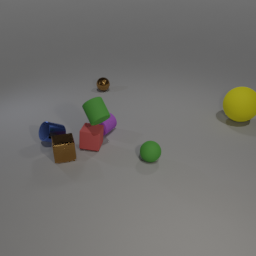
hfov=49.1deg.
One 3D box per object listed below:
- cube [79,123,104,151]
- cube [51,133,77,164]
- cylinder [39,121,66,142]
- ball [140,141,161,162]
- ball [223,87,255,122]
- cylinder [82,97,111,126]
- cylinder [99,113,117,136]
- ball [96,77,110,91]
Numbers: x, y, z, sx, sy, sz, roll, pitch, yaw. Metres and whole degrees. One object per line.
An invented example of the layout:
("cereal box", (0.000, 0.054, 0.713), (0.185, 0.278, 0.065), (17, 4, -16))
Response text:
("cube", (-1.272, 0.304, 9.821), (0.700, 0.700, 0.700), (8, 26, 5))
("cube", (-2.132, 0.669, 9.303), (0.700, 0.700, 0.700), (-8, 30, -14))
("cylinder", (-2.691, 0.162, 9.960), (0.700, 0.700, 0.700), (14, 12, -47))
("ball", (0.733, 0.763, 9.115), (0.700, 0.700, 0.700), (0, 29, 0))
("ball", (4.538, -0.951, 11.231), (1.400, 1.400, 1.400), (0, 29, 0))
("cylinder", (-1.020, -0.542, 9.041), (0.700, 0.700, 0.700), (-21, 79, -33))
("cylinder", (-0.902, -0.156, 10.760), (0.700, 0.700, 0.700), (16, 33, 27))
("ball", (-1.283, -2.266, 14.476), (0.700, 0.700, 0.700), (0, 29, 0))
